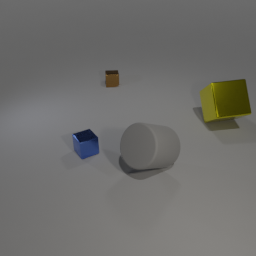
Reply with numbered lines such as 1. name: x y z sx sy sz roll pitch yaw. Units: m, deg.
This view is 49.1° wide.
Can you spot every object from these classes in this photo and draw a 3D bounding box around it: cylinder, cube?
1. cylinder: 0.710 0.577 8.798 1.400 1.400 1.400 29 14 37
2. cube: -1.495 0.558 9.926 0.700 0.700 0.700 -19 36 -27
3. cube: 3.857 -1.047 11.250 1.400 1.400 1.400 -7 -6 -5
4. cube: -0.847 -2.638 14.989 0.700 0.700 0.700 -3 32 -5
